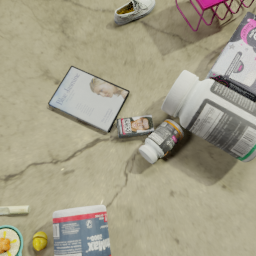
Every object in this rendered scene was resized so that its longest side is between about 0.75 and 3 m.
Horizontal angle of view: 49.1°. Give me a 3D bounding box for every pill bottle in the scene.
[{"bbox_3d":[-1.121,3.222,7.049,1.405,1.405,2.350,-7,74,-2],"label":"pill bottle"},{"bbox_3d":[2.531,-0.400,8.072,2.869,1.623,1.623,32,75,9],"label":"pill bottle"},{"bbox_3d":[0.976,0.406,8.282,1.286,0.748,0.748,-43,77,-12],"label":"pill bottle"}]

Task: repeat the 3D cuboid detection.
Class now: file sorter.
[{"bbox_3d":[3.011,-4.614,9.504,2.368,1.485,1.645,-25,75,-7],"label":"file sorter"}]

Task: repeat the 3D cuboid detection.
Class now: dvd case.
[{"bbox_3d":[-1.241,-0.968,9.015,2.185,0.192,1.559,24,74,8],"label":"dvd case"}]

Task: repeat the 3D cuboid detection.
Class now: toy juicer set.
[{"bbox_3d":[-3.026,3.003,7.499,1.561,0.668,2.454,-22,73,-7],"label":"toy juicer set"}]

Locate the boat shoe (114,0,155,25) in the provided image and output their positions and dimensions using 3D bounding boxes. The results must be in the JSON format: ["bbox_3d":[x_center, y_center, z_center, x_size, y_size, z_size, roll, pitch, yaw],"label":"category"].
[{"bbox_3d":[0.242,-4.264,9.795,1.655,0.705,0.611,-26,74,-8],"label":"boat shoe"}]

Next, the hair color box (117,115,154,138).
[{"bbox_3d":[0.221,-0.049,8.647,1.095,0.332,0.542,-7,72,-3],"label":"hair color box"}]

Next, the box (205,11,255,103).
[{"bbox_3d":[3.643,-2.022,8.701,1.629,1.414,2.465,31,75,9],"label":"box"}]
